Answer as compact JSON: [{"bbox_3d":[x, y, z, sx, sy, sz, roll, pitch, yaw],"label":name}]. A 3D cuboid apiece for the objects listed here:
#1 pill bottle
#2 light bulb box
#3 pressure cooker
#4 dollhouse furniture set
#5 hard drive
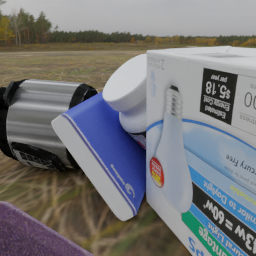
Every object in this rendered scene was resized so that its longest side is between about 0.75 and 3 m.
[{"bbox_3d":[0.635,-0.158,4.971,1.265,2.174,1.265,-30,35,24],"label":"pill bottle"},{"bbox_3d":[1.346,0.331,3.347,1.499,2.403,2.381,-9,20,-20],"label":"light bulb box"},{"bbox_3d":[-1.673,-0.104,5.710,1.990,1.750,1.778,7,16,9],"label":"pressure cooker"},{"bbox_3d":[-0.230,1.976,2.016,2.329,1.845,1.653,27,-18,10],"label":"dollhouse furniture set"},{"bbox_3d":[-0.130,0.168,5.133,0.340,1.769,2.681,-32,7,22],"label":"hard drive"}]
